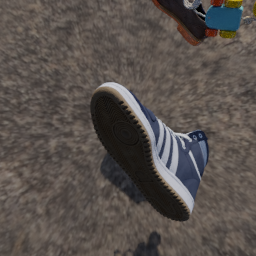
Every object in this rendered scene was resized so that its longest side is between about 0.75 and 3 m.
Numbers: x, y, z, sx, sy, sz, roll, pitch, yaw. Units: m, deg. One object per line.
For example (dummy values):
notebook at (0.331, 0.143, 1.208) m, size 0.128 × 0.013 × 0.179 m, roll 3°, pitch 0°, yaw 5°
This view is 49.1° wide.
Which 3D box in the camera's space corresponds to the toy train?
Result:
toy train at (1.979, -2.417, 4.703) m, size 1.456 × 1.939 × 0.539 m, roll 52°, pitch 41°, yaw -15°

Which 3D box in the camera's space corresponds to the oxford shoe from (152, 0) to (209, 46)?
oxford shoe at (1.123, -2.725, 5.966) m, size 1.978 × 0.721 × 0.705 m, roll 44°, pitch 51°, yaw -10°

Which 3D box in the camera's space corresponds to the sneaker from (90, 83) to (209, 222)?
sneaker at (0.531, 0.157, 4.954) m, size 2.820 × 0.988 × 1.530 m, roll 58°, pitch 48°, yaw -24°
